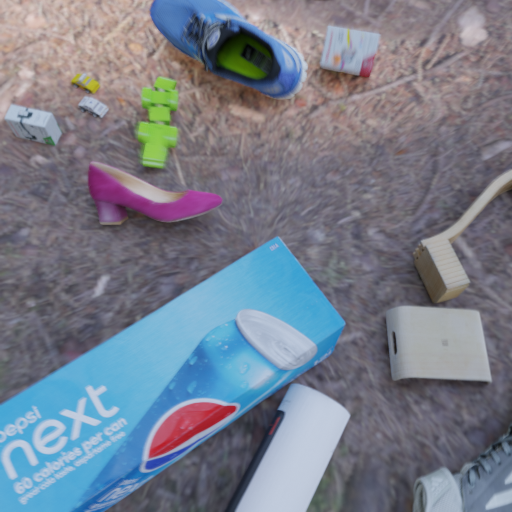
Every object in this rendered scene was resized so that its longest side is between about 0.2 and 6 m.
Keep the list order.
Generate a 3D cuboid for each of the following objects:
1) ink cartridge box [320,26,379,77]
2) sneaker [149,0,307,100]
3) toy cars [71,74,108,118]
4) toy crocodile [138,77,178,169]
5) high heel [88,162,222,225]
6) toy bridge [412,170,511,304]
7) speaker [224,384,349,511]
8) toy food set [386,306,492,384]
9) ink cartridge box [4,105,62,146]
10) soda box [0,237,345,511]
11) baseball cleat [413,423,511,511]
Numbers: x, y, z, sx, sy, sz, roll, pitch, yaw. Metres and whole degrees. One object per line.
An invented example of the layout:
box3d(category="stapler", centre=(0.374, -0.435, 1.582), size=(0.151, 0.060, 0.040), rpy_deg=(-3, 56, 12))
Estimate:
box3d(category="ink cartridge box", centre=(1.757, -3.862, 10.611), size=(0.986, 0.713, 0.716), rpy_deg=(12, 104, 6))
box3d(category="sneaker", centre=(-0.641, -3.983, 10.183), size=(3.243, 1.446, 1.274), rpy_deg=(31, 108, 14))
box3d(category="toy cars", centre=(-3.200, -3.099, 10.659), size=(0.520, 0.257, 1.160), rpy_deg=(-20, 67, -8))
box3d(category="toy crocodile", centre=(-1.767, -2.454, 10.233), size=(0.655, 0.599, 1.941), rpy_deg=(3, 70, -5))
box3d(category="high heel", centre=(-1.684, -1.126, 9.230), size=(2.187, 1.049, 0.736), rpy_deg=(-2, 21, 13))
box3d(category="toy bridge", centre=(5.003, -0.762, 9.357), size=(5.102, 0.694, 1.715), rpy_deg=(-17, 66, -8))
box3d(category="speaker", centre=(0.362, 2.957, 7.529), size=(0.960, 0.960, 2.365), rpy_deg=(27, 69, 12))
box3d(category="toy food set", centre=(2.792, 1.387, 8.577), size=(1.528, 0.462, 1.096), rpy_deg=(4, 65, -7))
box3d(category="ink cartridge box", centre=(-4.035, -2.361, 10.147), size=(0.800, 0.586, 0.332), rpy_deg=(13, 67, 7))
box3d(category="soda box", centre=(-1.211, 1.816, 7.720), size=(4.825, 1.548, 1.637), rpy_deg=(-32, 69, -13))
box3d(category="baseball cleat", centre=(3.210, 2.903, 7.418), size=(1.845, 1.208, 3.466), rpy_deg=(24, 67, 10))
